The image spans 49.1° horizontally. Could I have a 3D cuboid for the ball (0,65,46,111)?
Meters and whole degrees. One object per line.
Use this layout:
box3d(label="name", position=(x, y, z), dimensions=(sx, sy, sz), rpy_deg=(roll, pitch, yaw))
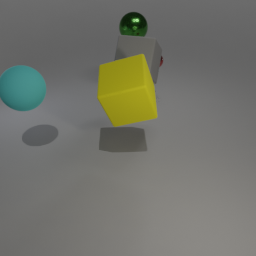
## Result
box3d(label="ball", position=(-3.247, -1.214, 8.627), dimensions=(1.400, 1.400, 1.400), rpy_deg=(0, 32, 0))

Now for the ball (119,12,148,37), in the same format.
box3d(label="ball", position=(0.265, -4.879, 13.576), dimensions=(1.400, 1.400, 1.400), rpy_deg=(0, 32, 0))

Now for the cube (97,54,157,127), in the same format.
box3d(label="cube", position=(0.004, -1.089, 8.345), dimensions=(1.400, 1.400, 1.400), rpy_deg=(-12, 51, 13))

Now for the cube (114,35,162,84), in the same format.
box3d(label="cube", position=(0.387, -2.525, 10.498), dimensions=(1.400, 1.400, 1.400), rpy_deg=(10, 2, 16))

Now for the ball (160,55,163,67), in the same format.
box3d(label="ball", position=(1.261, -3.077, 12.773), dimensions=(0.700, 0.700, 0.700), rpy_deg=(0, 32, 0))
